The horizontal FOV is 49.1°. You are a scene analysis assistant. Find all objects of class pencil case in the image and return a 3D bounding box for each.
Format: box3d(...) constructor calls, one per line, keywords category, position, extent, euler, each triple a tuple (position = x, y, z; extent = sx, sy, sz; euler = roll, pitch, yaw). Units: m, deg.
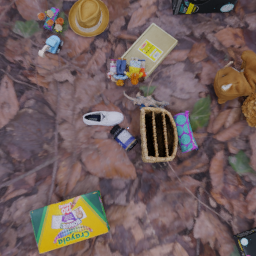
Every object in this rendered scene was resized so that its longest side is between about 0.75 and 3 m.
box3d(category="pencil case", position=(-3.151, -4.495, 11.564), extent=(0.423, 0.390, 0.916), euler=(6, 74, 44))
box3d(category="pencil case", position=(2.142, 0.156, 10.432), extent=(0.628, 0.682, 1.475), euler=(-6, 77, -36))

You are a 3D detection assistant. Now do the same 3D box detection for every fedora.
box3d(category="fedora", position=(-1.605, -4.637, 11.384), extent=(1.787, 0.729, 1.787), euler=(0, 82, -3))

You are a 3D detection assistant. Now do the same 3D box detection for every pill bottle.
box3d(category="pill bottle", position=(-0.175, 0.349, 10.459), extent=(1.025, 0.573, 0.573), euler=(43, 81, 9))

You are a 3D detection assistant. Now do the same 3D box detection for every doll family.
box3d(category="doll family", position=(-0.079, -2.133, 10.731), extent=(1.696, 0.764, 1.053), euler=(3, 93, 13))

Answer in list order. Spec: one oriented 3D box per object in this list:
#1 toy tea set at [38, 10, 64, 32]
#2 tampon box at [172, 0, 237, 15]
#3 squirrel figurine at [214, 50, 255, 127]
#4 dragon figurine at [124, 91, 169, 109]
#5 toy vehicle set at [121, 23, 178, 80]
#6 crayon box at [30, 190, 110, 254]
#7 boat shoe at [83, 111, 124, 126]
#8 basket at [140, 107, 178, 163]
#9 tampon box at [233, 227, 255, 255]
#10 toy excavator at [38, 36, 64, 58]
box3d(category="toy tea set", position=(-3.124, -4.351, 11.369), extent=(1.089, 0.403, 0.647), euler=(31, 64, -26))
box3d(category="tampon box", position=(3.085, -5.744, 11.068), extent=(2.514, 1.884, 1.587), euler=(-4, 78, -1))
box3d(category="squirrel figurine", position=(4.654, -1.421, 10.175), extent=(2.713, 2.057, 2.907), euler=(-17, 76, 3))
box3d(category="dragon figurine", position=(0.659, -0.982, 10.729), extent=(1.772, 0.881, 0.521), euler=(13, 85, 28))
box3d(category="toy vehicle set", position=(0.857, -3.113, 11.342), extent=(1.300, 0.277, 2.092), euler=(40, 81, 8))
box3d(category="crayon box", position=(-1.989, 3.226, 9.767), extent=(2.436, 0.710, 1.447), euler=(-17, 79, -4))
box3d(category="boat shoe", position=(-0.938, -0.362, 10.637), extent=(1.543, 0.504, 0.568), euler=(-7, 79, -2))
box3d(category="basket", position=(1.139, 0.266, 10.054), extent=(1.347, 1.406, 1.887), euler=(-3, 77, -1))
box3d(category="tampon box", position=(4.344, 3.973, 9.639), extent=(1.062, 0.671, 0.796), euler=(-19, 79, -4))
box3d(category="toy excavator", position=(-3.085, -3.198, 10.993), extent=(0.514, 1.028, 1.000), euler=(26, 95, 5))
